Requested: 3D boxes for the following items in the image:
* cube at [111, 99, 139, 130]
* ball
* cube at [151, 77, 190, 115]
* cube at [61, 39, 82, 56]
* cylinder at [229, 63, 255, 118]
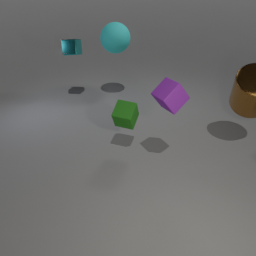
[{"bbox_3d":[-0.080,-0.460,9.677,0.700,0.700,0.700,13,63,16],"label":"cube"},{"bbox_3d":[-0.592,-4.211,13.100,1.400,1.400,1.400,0,30,0],"label":"ball"},{"bbox_3d":[1.258,-0.962,8.343,0.700,0.700,0.700,-47,39,-1],"label":"cube"},{"bbox_3d":[-2.614,-3.767,13.079,0.700,0.700,0.700,1,16,14],"label":"cube"},{"bbox_3d":[4.337,-1.271,9.690,1.400,1.400,1.400,-4,61,7],"label":"cylinder"}]
